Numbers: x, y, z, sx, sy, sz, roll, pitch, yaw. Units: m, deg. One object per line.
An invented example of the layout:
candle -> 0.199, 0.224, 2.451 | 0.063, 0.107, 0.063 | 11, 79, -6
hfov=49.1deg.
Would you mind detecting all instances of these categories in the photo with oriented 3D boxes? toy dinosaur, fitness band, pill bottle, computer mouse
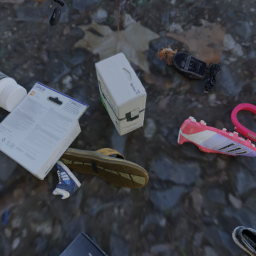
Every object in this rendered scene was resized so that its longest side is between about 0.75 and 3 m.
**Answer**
toy dinosaur -> 1.603, -2.778, 11.021 | 0.830, 0.525, 1.224 | -47, 119, -9
fitness band -> 4.533, -0.193, 10.111 | 1.665, 0.312, 1.196 | 34, 68, 13
pill bottle -> -4.813, -1.477, 10.165 | 2.049, 1.167, 1.167 | 29, 70, 12
computer mouse -> 2.540, -2.226, 10.892 | 1.932, 0.509, 1.338 | 26, 68, -3
computer mouse -> -2.275, -3.641, 8.819 | 0.192, 0.587, 0.836 | 29, 97, 15

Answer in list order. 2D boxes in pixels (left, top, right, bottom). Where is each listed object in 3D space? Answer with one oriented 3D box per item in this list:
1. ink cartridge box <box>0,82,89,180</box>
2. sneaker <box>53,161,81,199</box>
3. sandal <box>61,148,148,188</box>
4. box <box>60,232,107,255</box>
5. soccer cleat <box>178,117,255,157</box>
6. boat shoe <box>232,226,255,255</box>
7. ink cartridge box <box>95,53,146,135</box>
ink cartridge box -> -2.987, -0.040, 9.485 | 2.741, 0.558, 2.747 | 26, 70, 30
sneaker -> -2.208, 1.738, 9.156 | 0.857, 0.472, 1.171 | -40, 78, -20
sandal -> -0.734, 1.115, 9.204 | 2.996, 1.203, 0.809 | 15, 46, 11
box -> -1.447, 4.364, 7.984 | 1.667, 0.539, 2.113 | 39, 72, 17
soccer cleat -> 3.057, 0.506, 9.602 | 2.709, 0.904, 1.036 | 22, 106, 0
boat shoe -> 4.141, 3.653, 8.192 | 2.135, 0.724, 0.766 | 38, 72, 15
ink cartridge box -> -0.233, -1.039, 9.322 | 0.983, 2.367, 1.735 | -24, 69, -10
